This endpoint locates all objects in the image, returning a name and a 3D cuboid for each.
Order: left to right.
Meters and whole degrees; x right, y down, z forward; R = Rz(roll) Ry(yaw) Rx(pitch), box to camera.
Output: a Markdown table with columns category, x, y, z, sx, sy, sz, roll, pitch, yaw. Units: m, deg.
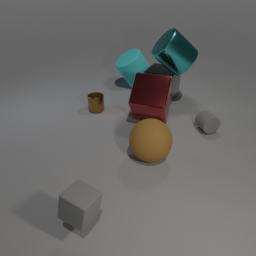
| category | x | y | z | sx | sy | sz | roll | pitch | yaw |
| --- | --- | --- | --- | --- | --- | --- | --- | --- | --- |
| cube | -1.080 | 1.727 | 6.301 | 0.700 | 0.700 | 0.700 | 23 | 32 | 20 |
| cylinder | -1.389 | -1.109 | 12.161 | 0.700 | 0.700 | 0.700 | -1 | 28 | 0 |
| cylinder | 0.317 | -2.991 | 14.039 | 1.400 | 1.400 | 1.400 | -25 | 36 | 20 |
| ball | 0.729 | 0.394 | 9.027 | 1.400 | 1.400 | 1.400 | 0 | 31 | 0 |
| cube | 0.928 | -1.163 | 11.087 | 1.400 | 1.400 | 1.400 | 9 | 68 | 14 |
| cube | 1.581 | -2.099 | 13.149 | 1.400 | 1.400 | 1.400 | 14 | 34 | 21 |
| cylinder | 1.937 | -3.140 | 11.642 | 1.400 | 1.400 | 1.400 | 36 | 23 | -22 |
| cylinder | 3.038 | -0.238 | 10.711 | 0.700 | 0.700 | 0.700 | -8 | 29 | -13 |
